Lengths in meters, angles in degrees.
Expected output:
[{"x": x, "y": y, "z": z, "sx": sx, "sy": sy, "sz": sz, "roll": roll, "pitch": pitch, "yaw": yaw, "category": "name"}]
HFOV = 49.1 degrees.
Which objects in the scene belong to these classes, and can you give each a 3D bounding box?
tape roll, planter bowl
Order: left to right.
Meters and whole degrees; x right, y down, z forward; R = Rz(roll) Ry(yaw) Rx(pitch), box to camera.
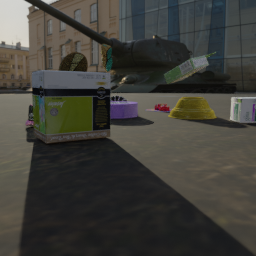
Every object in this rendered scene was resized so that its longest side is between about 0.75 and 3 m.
[{"x": -0.598, "y": -0.952, "z": 14.369, "sx": 2.193, "sy": 0.720, "sz": 2.193, "roll": 0, "pitch": 8, "yaw": 0, "category": "tape roll"}, {"x": 3.249, "y": -1.059, "z": 14.142, "sx": 2.415, "sy": 1.006, "sz": 2.415, "roll": 0, "pitch": 10, "yaw": 0, "category": "planter bowl"}]

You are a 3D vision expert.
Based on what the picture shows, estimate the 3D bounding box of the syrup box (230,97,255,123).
[{"x": 5.998, "y": -0.812, "z": 12.315, "sx": 2.701, "sy": 1.064, "sz": 1.100, "roll": -1, "pitch": 9, "yaw": -5, "category": "syrup box"}]

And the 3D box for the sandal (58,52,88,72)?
[{"x": -2.307, "y": -1.622, "z": 10.707, "sx": 1.060, "sy": 2.638, "sz": 0.712, "roll": 12, "pitch": 1, "yaw": -32, "category": "sandal"}]

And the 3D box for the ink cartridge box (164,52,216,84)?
[{"x": 2.773, "y": -2.581, "z": 12.002, "sx": 2.148, "sy": 0.515, "sz": 1.563, "roll": -21, "pitch": -3, "yaw": -40, "category": "ink cartridge box"}]

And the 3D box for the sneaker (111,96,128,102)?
[{"x": -0.853, "y": -1.576, "z": 17.820, "sx": 2.327, "sy": 0.938, "sz": 0.971, "roll": 6, "pitch": 5, "yaw": 35, "category": "sneaker"}]

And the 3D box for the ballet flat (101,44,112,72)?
[{"x": -0.656, "y": -2.124, "z": 8.411, "sx": 0.327, "sy": 1.036, "sz": 0.356, "roll": 34, "pitch": 63, "yaw": 12, "category": "ballet flat"}]

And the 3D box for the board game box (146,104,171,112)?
[{"x": 2.137, "y": -1.297, "z": 17.487, "sx": 2.136, "sy": 0.416, "sz": 1.687, "roll": 8, "pitch": 12, "yaw": 42, "category": "board game box"}]

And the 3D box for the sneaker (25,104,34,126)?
[{"x": -3.551, "y": -0.652, "z": 11.546, "sx": 0.849, "sy": 1.025, "sz": 2.149, "roll": -2, "pitch": 8, "yaw": 1, "category": "sneaker"}]

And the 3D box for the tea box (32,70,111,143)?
[{"x": -1.706, "y": -0.684, "z": 8.471, "sx": 2.038, "sy": 2.004, "sz": 1.361, "roll": -4, "pitch": 9, "yaw": -32, "category": "tea box"}]
